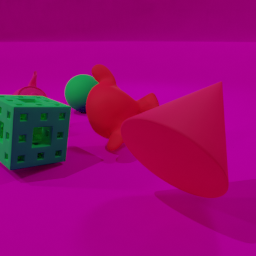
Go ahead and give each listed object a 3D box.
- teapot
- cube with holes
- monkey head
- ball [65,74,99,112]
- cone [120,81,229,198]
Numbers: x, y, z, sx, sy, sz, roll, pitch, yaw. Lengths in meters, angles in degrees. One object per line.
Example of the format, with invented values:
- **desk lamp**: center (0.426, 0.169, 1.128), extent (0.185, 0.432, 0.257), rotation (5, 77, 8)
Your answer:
- **teapot**: center (-2.306, -0.627, 6.678), extent (0.969, 1.558, 0.763), rotation (10, -32, -27)
- **cube with holes**: center (-1.822, 0.016, 5.113), extent (1.049, 1.049, 1.049), rotation (20, 17, 42)
- **monkey head**: center (-0.137, -0.433, 5.891), extent (1.430, 1.988, 1.198), rotation (-22, -25, 16)
- **ball**: center (-1.358, -1.061, 8.612), extent (1.150, 1.150, 1.150), rotation (0, 19, 0)
- **cone**: center (0.942, -0.131, 3.798), extent (1.508, 1.508, 1.514), rotation (17, 59, 40)
